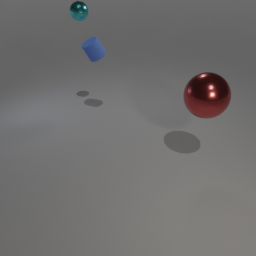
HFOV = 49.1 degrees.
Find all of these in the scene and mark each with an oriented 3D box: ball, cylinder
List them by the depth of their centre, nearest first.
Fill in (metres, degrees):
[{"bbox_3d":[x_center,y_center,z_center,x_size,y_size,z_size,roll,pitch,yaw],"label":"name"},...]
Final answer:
[{"bbox_3d":[2.390,-0.981,8.501,1.400,1.400,1.400,0,32,0],"label":"ball"},{"bbox_3d":[-1.841,-4.397,10.538,0.700,0.700,0.700,0,32,0],"label":"ball"},{"bbox_3d":[-1.329,-3.054,10.882,0.700,0.700,0.700,-21,39,18],"label":"cylinder"}]
